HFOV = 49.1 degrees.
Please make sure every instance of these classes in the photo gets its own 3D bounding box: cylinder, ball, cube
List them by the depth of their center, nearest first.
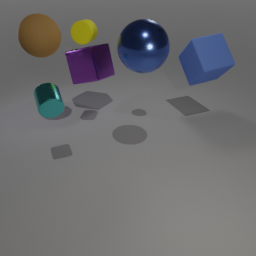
[{"bbox_3d":[0.412,-2.174,7.511,1.400,1.400,1.400,0,29,0],"label":"ball"},{"bbox_3d":[-2.158,-0.754,7.654,0.700,0.700,0.700,-12,53,-20],"label":"cylinder"},{"bbox_3d":[-1.392,-3.066,8.926,0.700,0.700,0.700,4,25,7],"label":"cylinder"},{"bbox_3d":[-2.951,-3.076,9.364,1.400,1.400,1.400,0,29,0],"label":"ball"},{"bbox_3d":[3.095,-2.712,11.203,1.400,1.400,1.400,-16,-10,-16],"label":"cube"},{"bbox_3d":[-1.615,-2.784,12.154,1.400,1.400,1.400,-2,19,31],"label":"cube"}]
